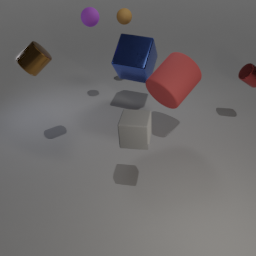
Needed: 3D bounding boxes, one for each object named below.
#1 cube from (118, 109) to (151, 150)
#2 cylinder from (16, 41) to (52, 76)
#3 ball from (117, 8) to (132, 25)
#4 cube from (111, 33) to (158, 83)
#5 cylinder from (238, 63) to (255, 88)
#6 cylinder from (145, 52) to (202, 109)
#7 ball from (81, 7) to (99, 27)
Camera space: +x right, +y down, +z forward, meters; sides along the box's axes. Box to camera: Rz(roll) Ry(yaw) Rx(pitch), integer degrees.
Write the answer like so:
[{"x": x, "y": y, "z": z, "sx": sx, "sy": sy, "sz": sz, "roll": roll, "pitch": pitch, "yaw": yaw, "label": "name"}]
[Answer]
[{"x": 0.180, "y": 0.030, "z": 6.763, "sx": 0.700, "sy": 0.700, "sz": 0.700, "roll": 3, "pitch": 36, "yaw": 10, "label": "cube"}, {"x": -2.642, "y": -1.951, "z": 7.907, "sx": 0.700, "sy": 0.700, "sz": 0.700, "roll": -42, "pitch": 34, "yaw": 11, "label": "cylinder"}, {"x": -0.169, "y": -5.052, "z": 12.685, "sx": 0.700, "sy": 0.700, "sz": 0.700, "roll": 0, "pitch": 33, "yaw": 0, "label": "ball"}, {"x": 0.313, "y": -2.844, "z": 11.591, "sx": 1.400, "sy": 1.400, "sz": 1.400, "roll": 13, "pitch": 78, "yaw": 16, "label": "cube"}, {"x": 4.741, "y": -2.007, "z": 10.733, "sx": 0.700, "sy": 0.700, "sz": 0.700, "roll": 26, "pitch": 26, "yaw": -21, "label": "cylinder"}, {"x": 1.560, "y": -1.623, "z": 9.641, "sx": 1.400, "sy": 1.400, "sz": 1.400, "roll": 31, "pitch": 73, "yaw": 39, "label": "cylinder"}, {"x": -1.433, "y": -4.197, "z": 10.595, "sx": 0.700, "sy": 0.700, "sz": 0.700, "roll": 0, "pitch": 33, "yaw": 0, "label": "ball"}]
